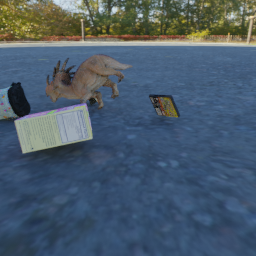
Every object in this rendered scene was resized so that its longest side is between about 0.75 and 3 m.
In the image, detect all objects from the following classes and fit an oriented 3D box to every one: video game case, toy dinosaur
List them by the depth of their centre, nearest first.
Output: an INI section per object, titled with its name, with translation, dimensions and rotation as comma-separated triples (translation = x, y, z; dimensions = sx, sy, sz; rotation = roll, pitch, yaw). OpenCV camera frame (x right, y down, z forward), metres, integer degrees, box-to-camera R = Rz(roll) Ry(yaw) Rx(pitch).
[video game case]
translation = 1.039, -0.630, 7.965
dimensions = 0.725, 0.802, 0.102
rotation = 9, 53, 38
[toy dinosaur]
translation = -1.278, -1.656, 8.835
dimensions = 2.854, 1.934, 1.225
rotation = -38, -15, -7

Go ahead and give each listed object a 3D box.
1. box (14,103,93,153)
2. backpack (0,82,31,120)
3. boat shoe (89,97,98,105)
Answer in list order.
[box]
translation = -1.518, -0.047, 6.032
dimensions = 1.403, 0.678, 1.234
rotation = -11, 9, -6
[backpack]
translation = -3.557, -0.705, 8.026
dimensions = 1.238, 1.033, 0.784
rotation = -8, 18, 16
[boat shoe]
translation = -1.456, -1.176, 9.816
dimensions = 0.345, 0.389, 1.041
rotation = -41, 67, -6
